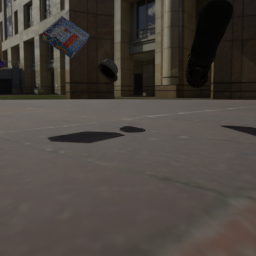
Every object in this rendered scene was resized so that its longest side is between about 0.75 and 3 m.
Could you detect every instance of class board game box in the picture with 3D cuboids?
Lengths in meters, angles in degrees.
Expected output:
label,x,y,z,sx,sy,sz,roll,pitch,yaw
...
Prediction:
label,x,y,z,sx,sy,sz,roll,pitch,yaw
board game box,-2.351,-3.482,10.679,1.303,1.331,0.372,34,-39,-6

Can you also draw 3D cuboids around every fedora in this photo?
label,x,y,z,sx,sy,sz,roll,pitch,yaw
fedora,-0.666,-2.177,10.318,0.920,0.415,0.814,42,-25,-17

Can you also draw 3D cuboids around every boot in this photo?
label,x,y,z,sx,sy,sz,roll,pitch,yaw
boot,2.741,-2.898,9.846,0.997,2.650,1.981,23,-10,15

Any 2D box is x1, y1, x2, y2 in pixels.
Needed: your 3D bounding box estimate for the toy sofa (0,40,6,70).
label,x,y,z,sx,sy,sz,roll,pitch,yaw
toy sofa,-4.164,-1.869,7.330,1.716,0.711,0.838,-29,67,-35
